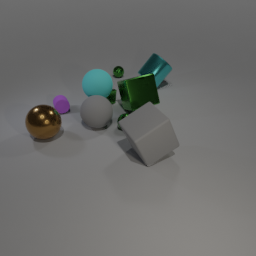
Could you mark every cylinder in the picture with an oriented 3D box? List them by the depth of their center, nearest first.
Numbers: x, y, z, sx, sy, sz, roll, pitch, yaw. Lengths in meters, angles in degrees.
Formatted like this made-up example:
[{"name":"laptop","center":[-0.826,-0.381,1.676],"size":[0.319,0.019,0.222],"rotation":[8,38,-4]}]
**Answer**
[{"name":"cylinder","center":[-3.164,-1.136,13.279],"size":[0.700,0.700,0.700],"rotation":[-11,27,-17]},{"name":"cylinder","center":[1.498,-3.179,15.571],"size":[1.400,1.400,1.400],"rotation":[39,8,-6]}]

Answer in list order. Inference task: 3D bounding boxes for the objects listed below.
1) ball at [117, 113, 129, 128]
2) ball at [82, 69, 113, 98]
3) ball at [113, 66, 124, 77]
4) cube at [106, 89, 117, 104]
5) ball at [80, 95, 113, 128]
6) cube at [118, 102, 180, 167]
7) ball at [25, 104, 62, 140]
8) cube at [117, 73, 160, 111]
[{"name":"ball","center":[-0.103,-0.273,11.874],"size":[0.700,0.700,0.700],"rotation":[0,31,0]},{"name":"ball","center":[-1.396,-1.981,12.805],"size":[1.400,1.400,1.400],"rotation":[0,31,0]},{"name":"ball","center":[-0.584,-3.465,17.236],"size":[0.700,0.700,0.700],"rotation":[0,31,0]},{"name":"cube","center":[-1.072,-1.609,14.014],"size":[0.700,0.700,0.700],"rotation":[21,26,33]},{"name":"ball","center":[-1.338,-0.696,11.938],"size":[1.400,1.400,1.400],"rotation":[0,31,0]},{"name":"cube","center":[0.743,0.206,9.957],"size":[1.400,1.400,1.400],"rotation":[-33,40,-6]},{"name":"ball","center":[-3.358,-0.238,11.159],"size":[1.400,1.400,1.400],"rotation":[0,31,0]},{"name":"cube","center":[0.466,-1.664,13.020],"size":[1.400,1.400,1.400],"rotation":[-16,11,-15]}]
